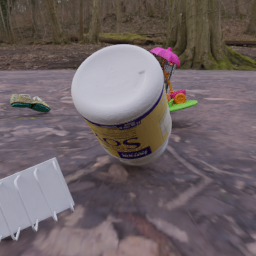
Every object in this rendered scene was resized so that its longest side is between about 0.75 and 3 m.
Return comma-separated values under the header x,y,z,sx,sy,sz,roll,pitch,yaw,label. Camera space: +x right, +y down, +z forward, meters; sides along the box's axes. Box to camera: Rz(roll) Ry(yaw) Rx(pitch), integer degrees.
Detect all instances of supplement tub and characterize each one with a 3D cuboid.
x,y,z,sx,sy,sz,roll,pitch,yaw,label
0.006,-0.273,4.888,1.430,1.430,1.967,5,-28,18,supplement tub

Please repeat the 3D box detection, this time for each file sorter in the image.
x,y,z,sx,sy,sz,roll,pitch,yaw,label
-1.112,0.810,3.092,0.915,0.635,0.570,-22,3,-16,file sorter

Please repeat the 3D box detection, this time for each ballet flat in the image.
x,y,z,sx,sy,sz,roll,pitch,yaw,label
-3.471,-0.927,10.074,0.545,0.545,1.541,14,3,43,ballet flat

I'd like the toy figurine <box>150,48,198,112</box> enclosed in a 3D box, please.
x,y,z,sx,sy,sz,roll,pitch,yaw,label
0.922,-1.444,8.511,2.045,1.882,1.535,-13,9,1,toy figurine

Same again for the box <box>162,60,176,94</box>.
x,y,z,sx,sy,sz,roll,pitch,yaw,label
1.359,-1.588,10.295,0.349,2.011,1.107,17,22,10,box
